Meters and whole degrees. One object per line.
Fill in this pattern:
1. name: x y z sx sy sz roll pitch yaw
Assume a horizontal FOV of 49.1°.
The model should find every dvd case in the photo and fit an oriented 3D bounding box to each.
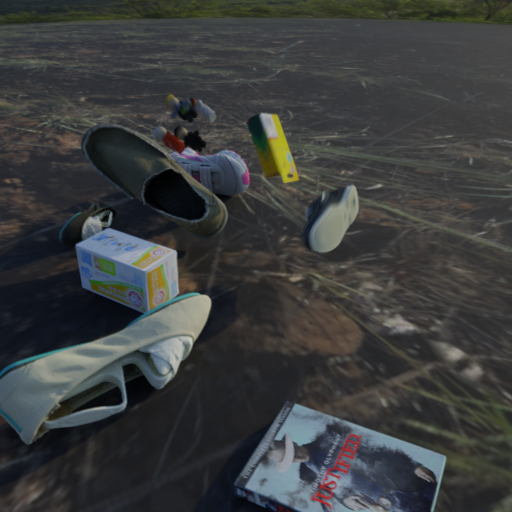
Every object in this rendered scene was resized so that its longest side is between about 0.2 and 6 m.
1. dvd case: 0.889 2.264 5.772 1.849 0.203 1.350 13 31 24

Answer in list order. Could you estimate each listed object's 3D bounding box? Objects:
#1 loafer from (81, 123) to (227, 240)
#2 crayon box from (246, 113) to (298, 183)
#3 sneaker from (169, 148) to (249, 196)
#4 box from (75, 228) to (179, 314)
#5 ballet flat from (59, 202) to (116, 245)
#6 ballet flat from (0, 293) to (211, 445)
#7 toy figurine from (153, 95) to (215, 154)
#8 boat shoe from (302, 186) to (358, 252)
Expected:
1. loafer: -1.850 -1.461 10.085 3.077 1.157 1.072 32 -3 3
2. crayon box: 0.317 -1.929 10.287 0.331 1.304 0.828 -19 2 26
3. sneaker: -1.264 -1.752 12.390 2.486 1.011 1.097 11 31 36
4. box: -2.019 0.221 8.834 1.466 0.825 0.743 17 33 28
5. ballet flat: -3.152 -0.644 10.762 0.539 0.536 1.576 13 31 7
6. ballet flat: -1.606 1.370 6.853 2.911 1.011 1.011 -22 36 -32
7. toy figurine: -1.171 -2.140 9.078 0.610 0.864 0.878 35 30 20
8. boat shoe: 1.158 -0.617 9.504 0.681 0.723 2.013 3 27 26
